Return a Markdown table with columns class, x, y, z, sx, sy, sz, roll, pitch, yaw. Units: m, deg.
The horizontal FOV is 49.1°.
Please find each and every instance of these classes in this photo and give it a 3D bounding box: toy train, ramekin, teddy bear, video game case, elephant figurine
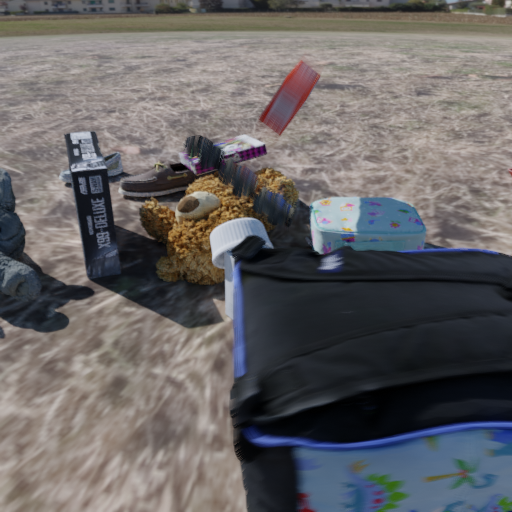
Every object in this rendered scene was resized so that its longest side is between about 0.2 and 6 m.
| class | x | y | z | sx | sy | sz | roll | pitch | yaw |
| --- | --- | --- | --- | --- | --- | --- | --- | --- | --- |
| toy train | -0.227 | -1.105 | 8.166 | 1.960 | 0.334 | 0.449 | 40 | 35 | 5 |
| ramekin | -0.228 | -0.175 | 7.645 | 0.842 | 0.842 | 0.411 | -9 | 69 | -18 |
| teddy bear | -0.601 | -0.887 | 9.807 | 2.732 | 1.258 | 3.768 | 11 | 29 | 26 |
| video game case | -0.703 | -2.091 | 11.494 | 1.517 | 0.272 | 1.375 | -18 | 24 | -12 |
| elephant figurine | -4.403 | -0.391 | 8.603 | 2.858 | 2.218 | 2.022 | 8 | -16 | -7 |

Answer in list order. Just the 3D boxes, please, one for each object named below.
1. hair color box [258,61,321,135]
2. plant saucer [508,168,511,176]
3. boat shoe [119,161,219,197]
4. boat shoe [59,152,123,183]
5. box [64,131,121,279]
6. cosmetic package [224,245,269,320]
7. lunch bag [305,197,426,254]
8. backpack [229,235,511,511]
| class | x | y | z | sx | sy | sz | roll | pitch | yaw |
| --- | --- | --- | --- | --- | --- | --- | --- | --- | --- |
| hair color box | 0.584 | -2.675 | 9.396 | 0.482 | 0.799 | 1.574 | 36 | 31 | -6 |
| plant saucer | 6.607 | -1.627 | 12.321 | 1.506 | 0.276 | 1.503 | -6 | 27 | -13 |
| boat shoe | -1.846 | -1.728 | 12.072 | 2.244 | 0.668 | 0.806 | -8 | 28 | -15 |
| boat shoe | -3.779 | -2.011 | 12.836 | 1.513 | 0.485 | 0.558 | -19 | 32 | -32 |
| box | -2.726 | -0.925 | 9.282 | 0.560 | 1.775 | 2.251 | -9 | 29 | -17 |
| cosmetic package | 0.085 | 0.488 | 7.342 | 0.611 | 0.994 | 0.990 | -15 | 31 | -31 |
| lunch bag | 1.788 | -0.391 | 9.371 | 1.905 | 0.734 | 1.528 | 0 | 29 | 0 |
| backpack | 1.271 | 1.116 | 4.829 | 2.826 | 2.077 | 2.586 | -6 | 32 | 1 |
